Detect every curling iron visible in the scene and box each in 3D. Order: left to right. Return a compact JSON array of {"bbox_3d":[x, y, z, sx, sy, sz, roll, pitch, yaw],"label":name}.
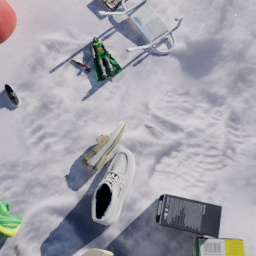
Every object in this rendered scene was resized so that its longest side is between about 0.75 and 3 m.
[{"bbox_3d":[-1.758,-2.346,10.485,0.906,0.116,0.225,35,77,10],"label":"curling iron"}]

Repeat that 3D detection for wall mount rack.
[{"bbox_3d":[0.461,-3.943,10.375,2.566,1.101,2.954,-35,81,-9],"label":"wall mount rack"}]

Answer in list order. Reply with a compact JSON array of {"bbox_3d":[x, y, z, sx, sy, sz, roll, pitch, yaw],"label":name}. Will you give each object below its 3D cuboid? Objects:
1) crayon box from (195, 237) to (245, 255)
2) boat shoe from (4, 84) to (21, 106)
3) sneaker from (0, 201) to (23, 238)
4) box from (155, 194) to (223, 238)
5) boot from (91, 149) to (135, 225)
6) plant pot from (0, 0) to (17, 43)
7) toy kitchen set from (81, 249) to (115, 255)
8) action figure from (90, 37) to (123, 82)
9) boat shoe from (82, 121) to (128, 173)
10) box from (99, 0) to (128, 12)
[{"bbox_3d":[2.732,4.373,8.239,1.358,0.543,2.139,3,73,1],"label":"crayon box"},{"bbox_3d":[-4.163,-1.195,10.037,0.326,0.309,0.932,-28,75,-8],"label":"boat shoe"},{"bbox_3d":[-4.176,2.633,8.775,1.997,0.740,0.834,30,54,9],"label":"sneaker"},{"bbox_3d":[1.765,2.606,8.398,1.695,1.258,0.907,11,74,4],"label":"box"},{"bbox_3d":[-0.434,1.730,8.641,0.913,1.187,2.483,9,73,14],"label":"boot"},{"bbox_3d":[-5.426,-4.382,10.189,2.118,1.874,2.118,0,73,0],"label":"plant pot"},{"bbox_3d":[-0.372,5.090,7.746,2.882,1.698,2.309,29,75,29],"label":"toy kitchen set"},{"bbox_3d":[-0.986,-2.681,10.430,1.035,0.479,1.753,-22,71,-3],"label":"action figure"},{"bbox_3d":[-0.764,0.510,9.304,0.672,0.735,1.966,35,77,4],"label":"boat shoe"},{"bbox_3d":[-0.450,-5.453,11.335,1.444,0.272,0.986,-42,78,-11],"label":"box"}]
